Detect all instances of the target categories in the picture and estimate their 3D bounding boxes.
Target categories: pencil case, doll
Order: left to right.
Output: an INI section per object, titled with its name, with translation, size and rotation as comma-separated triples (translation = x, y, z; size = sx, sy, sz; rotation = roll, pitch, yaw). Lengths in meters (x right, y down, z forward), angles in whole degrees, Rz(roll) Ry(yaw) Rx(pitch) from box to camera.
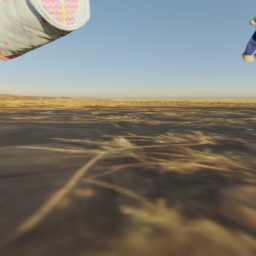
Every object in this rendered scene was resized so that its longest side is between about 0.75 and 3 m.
[pencil case]
translation = -1.569, -1.661, 4.116
size = 2.214, 0.920, 1.004
rotation = -1, -32, 41
[doll]
translation = 4.049, -2.803, 7.881
size = 1.407, 0.500, 2.062
rotation = 1, -37, -7
